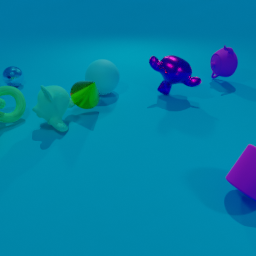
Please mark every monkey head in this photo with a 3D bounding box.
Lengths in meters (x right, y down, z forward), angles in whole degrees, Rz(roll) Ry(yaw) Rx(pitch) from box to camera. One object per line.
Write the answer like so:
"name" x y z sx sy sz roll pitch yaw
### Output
"monkey head" -1.895 -0.553 7.516 1.176 0.985 1.635 40 6 16
"monkey head" 1.397 -1.653 8.981 1.761 1.267 1.061 25 11 -1

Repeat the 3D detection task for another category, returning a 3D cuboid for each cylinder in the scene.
"cylinder" 2.406 0.854 5.242 0.815 0.815 0.815 31 8 -5

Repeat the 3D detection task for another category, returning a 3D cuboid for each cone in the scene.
"cone" -1.072 -1.097 7.850 0.900 0.900 0.904 -21 -7 -29

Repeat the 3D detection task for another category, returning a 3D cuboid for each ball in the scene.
"ball" -4.064 -1.821 9.919 0.718 0.718 0.718 0 32 0
"ball" -0.848 -1.684 9.290 1.155 1.155 1.155 0 32 0

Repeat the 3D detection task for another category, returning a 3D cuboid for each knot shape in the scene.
"knot shape" -3.650 -0.672 7.686 1.594 0.787 1.703 0 30 -23

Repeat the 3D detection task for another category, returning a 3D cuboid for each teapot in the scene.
"teapot" 3.365 -2.349 9.981 0.824 1.682 1.046 -12 61 -12
